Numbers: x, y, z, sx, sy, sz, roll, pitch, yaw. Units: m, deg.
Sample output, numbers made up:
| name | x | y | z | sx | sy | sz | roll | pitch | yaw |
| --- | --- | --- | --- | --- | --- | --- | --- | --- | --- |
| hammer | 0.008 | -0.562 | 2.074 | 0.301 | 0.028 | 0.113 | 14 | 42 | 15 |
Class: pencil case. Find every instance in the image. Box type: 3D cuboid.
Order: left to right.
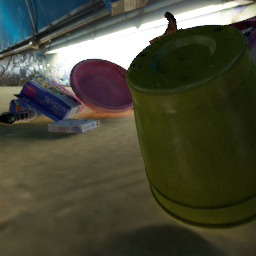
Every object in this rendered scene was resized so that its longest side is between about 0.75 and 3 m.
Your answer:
| name | x | y | z | sx | sy | sz | roll | pitch | yaw |
| --- | --- | --- | --- | --- | --- | --- | --- | --- | --- |
| pencil case | -3.537 | -0.771 | 10.246 | 1.595 | 0.693 | 0.622 | -8 | -14 | -41 |

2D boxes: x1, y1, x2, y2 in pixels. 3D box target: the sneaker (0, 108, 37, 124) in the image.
| name | x | y | z | sx | sy | sz | roll | pitch | yaw |
| --- | --- | --- | --- | --- | --- | --- | --- | --- | --- |
| sneaker | -3.435 | -0.315 | 8.610 | 1.130 | 0.439 | 0.791 | -10 | 13 | -5 |

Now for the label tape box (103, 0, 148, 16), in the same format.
| name | x | y | z | sx | sy | sz | roll | pitch | yaw |
| --- | --- | --- | --- | --- | --- | --- | --- | --- | --- |
| label tape box | 0.043 | -3.756 | 7.561 | 1.520 | 1.096 | 0.481 | -20 | -24 | -8 |

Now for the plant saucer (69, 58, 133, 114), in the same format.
| name | x | y | z | sx | sy | sz | roll | pitch | yaw |
| --- | --- | --- | --- | --- | --- | --- | --- | --- | --- |
| plant saucer | -0.926 | -1.581 | 11.064 | 2.861 | 0.725 | 2.861 | 13 | 48 | -14 |

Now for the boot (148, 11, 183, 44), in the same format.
| name | x | y | z | sx | sy | sz | roll | pitch | yaw |
| --- | --- | --- | --- | --- | --- | --- | --- | --- | --- |
| boot | 1.419 | -3.876 | 11.374 | 1.423 | 0.487 | 1.339 | -21 | -39 | 33 |

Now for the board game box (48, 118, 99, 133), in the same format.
| name | x | y | z | sx | sy | sz | roll | pitch | yaw |
| --- | --- | --- | --- | --- | --- | --- | --- | --- | --- |
| board game box | -1.475 | -0.079 | 7.749 | 1.028 | 0.212 | 1.031 | 4 | 11 | 20 |

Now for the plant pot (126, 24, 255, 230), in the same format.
| name | x | y | z | sx | sy | sz | roll | pitch | yaw |
| --- | --- | --- | --- | --- | --- | --- | --- | --- | --- |
| plant pot | 0.681 | -0.090 | 2.675 | 1.523 | 1.466 | 1.523 | -17 | 39 | 14 |

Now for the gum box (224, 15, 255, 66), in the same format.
| name | x | y | z | sx | sy | sz | roll | pitch | yaw |
| --- | --- | --- | --- | --- | --- | --- | --- | --- | --- |
| gum box | 1.918 | -0.331 | 3.540 | 0.795 | 2.404 | 1.364 | -45 | 14 | 1 |

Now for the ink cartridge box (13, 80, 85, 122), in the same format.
| name | x | y | z | sx | sy | sz | roll | pitch | yaw |
| --- | --- | --- | --- | --- | --- | --- | --- | --- | --- |
| ink cartridge box | -2.596 | -1.023 | 9.878 | 1.679 | 0.590 | 2.813 | 34 | 14 | -1 |
